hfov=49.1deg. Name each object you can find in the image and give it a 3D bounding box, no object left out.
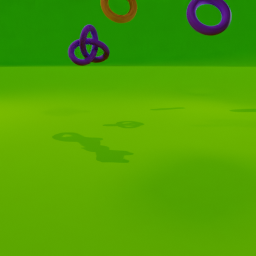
[{"bbox_3d":[-1.042,-2.232,7.520,1.107,1.036,0.512,-8,27,-25],"label":"knot shape"},{"bbox_3d":[2.793,-3.914,9.678,1.566,1.566,0.313,-1,-14,-4],"label":"ring"},{"bbox_3d":[-0.314,-4.387,9.974,1.346,1.346,0.269,-5,-6,-19],"label":"ring"}]
